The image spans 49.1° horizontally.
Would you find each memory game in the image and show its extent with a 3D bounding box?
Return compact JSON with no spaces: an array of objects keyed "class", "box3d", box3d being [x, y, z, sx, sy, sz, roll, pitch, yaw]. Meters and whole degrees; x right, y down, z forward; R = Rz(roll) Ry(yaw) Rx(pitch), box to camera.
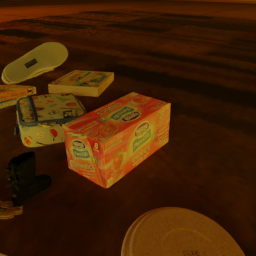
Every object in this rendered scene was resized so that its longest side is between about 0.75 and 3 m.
[{"class":"memory game","box3d":[-2.439,1.364,4.673,1.327,0.085,1.327,4,-3,0]}]

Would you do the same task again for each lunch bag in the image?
[{"class":"lunch bag","box3d":[-2.077,-0.287,7.385,1.778,0.838,2.219,-7,24,-21]}]

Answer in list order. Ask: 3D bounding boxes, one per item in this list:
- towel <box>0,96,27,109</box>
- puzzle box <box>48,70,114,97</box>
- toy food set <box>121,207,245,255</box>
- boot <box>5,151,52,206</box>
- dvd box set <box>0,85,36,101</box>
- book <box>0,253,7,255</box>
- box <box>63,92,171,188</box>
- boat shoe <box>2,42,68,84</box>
[{"class":"towel","box3d":[-4.612,-0.973,8.899,1.761,0.495,2.057,17,25,20]},{"class":"puzzle box","box3d":[-1.577,-1.669,10.124,1.692,0.323,2.543,4,23,7]},{"class":"toy food set","box3d":[0.831,1.889,3.801,1.874,0.460,1.893,-10,41,-30]},{"class":"boot","box3d":[-1.767,0.834,5.103,0.382,0.846,1.032,10,20,20]},{"class":"dvd box set","box3d":[-3.303,-0.892,7.153,1.119,0.225,1.530,8,18,25]},{"class":"book","box3d":[-2.554,2.237,3.191,2.942,0.707,1.966,8,32,22]},{"class":"box","box3d":[-0.147,0.149,6.439,1.223,1.128,2.384,22,36,34]},{"class":"boat shoe","box3d":[-3.758,-2.504,11.235,2.844,1.051,1.213,-42,21,-31]}]
